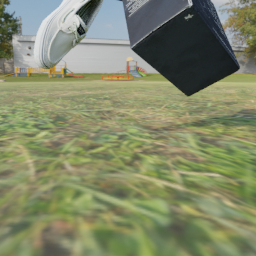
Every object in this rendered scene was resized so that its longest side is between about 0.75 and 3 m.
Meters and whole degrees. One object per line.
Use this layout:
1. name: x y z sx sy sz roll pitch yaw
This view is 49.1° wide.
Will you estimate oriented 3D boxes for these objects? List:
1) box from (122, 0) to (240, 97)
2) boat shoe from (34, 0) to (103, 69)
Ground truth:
1. box: 1.424 -2.942 7.887 1.810 2.870 2.920 -29 -37 29
2. boat shoe: -1.306 -2.339 6.382 0.776 2.324 0.855 15 -17 23
